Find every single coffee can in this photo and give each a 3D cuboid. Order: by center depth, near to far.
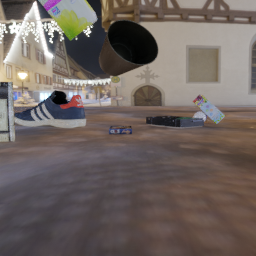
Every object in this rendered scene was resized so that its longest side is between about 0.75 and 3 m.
[{"bbox_3d":[-2.855,-0.278,4.967,1.552,1.136,1.136,-2,6,-22],"label":"coffee can"}]

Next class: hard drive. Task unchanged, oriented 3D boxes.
[{"bbox_3d":[1.435,-0.200,8.708,1.059,0.287,1.516,-4,6,-38],"label":"hard drive"}]

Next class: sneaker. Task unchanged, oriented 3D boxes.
[{"bbox_3d":[-2.459,-0.612,8.711,2.628,1.111,0.985,2,6,22],"label":"sneaker"}]

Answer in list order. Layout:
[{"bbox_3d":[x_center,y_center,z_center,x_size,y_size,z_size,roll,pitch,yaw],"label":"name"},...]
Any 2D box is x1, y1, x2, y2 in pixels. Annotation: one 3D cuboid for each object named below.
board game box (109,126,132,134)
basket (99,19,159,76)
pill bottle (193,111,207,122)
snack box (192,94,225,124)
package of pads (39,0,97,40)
[{"bbox_3d":[-0.176,0.046,6.874,0.535,0.137,0.790,0,5,-1],"label":"board game box"},{"bbox_3d":[-0.158,-2.214,8.301,1.543,1.164,1.712,22,-13,-18],"label":"basket"},{"bbox_3d":[2.539,-0.376,9.862,0.424,0.424,0.756,2,6,21],"label":"pill bottle"},{"bbox_3d":[2.898,-0.682,9.983,1.134,0.384,0.956,47,19,11],"label":"snack box"},{"bbox_3d":[-1.226,-2.509,5.898,0.791,1.025,0.349,-33,35,8],"label":"package of pads"}]
